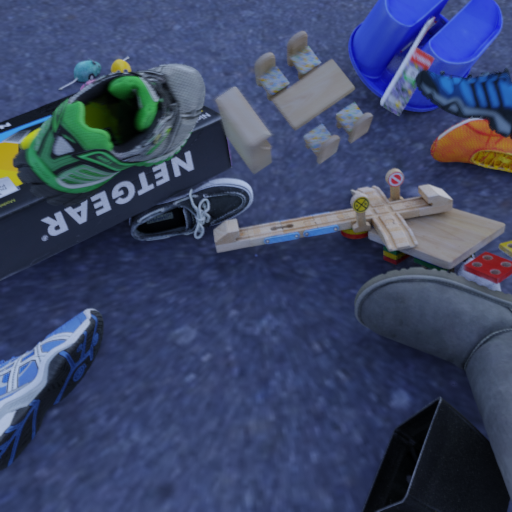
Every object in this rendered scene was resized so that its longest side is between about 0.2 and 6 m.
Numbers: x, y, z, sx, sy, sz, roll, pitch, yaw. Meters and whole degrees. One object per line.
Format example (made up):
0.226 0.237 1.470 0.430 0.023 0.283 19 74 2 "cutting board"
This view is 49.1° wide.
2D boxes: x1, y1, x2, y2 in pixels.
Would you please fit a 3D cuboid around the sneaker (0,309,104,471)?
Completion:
-2.865 1.501 7.107 0.908 0.892 2.357 27 54 16 "sneaker"

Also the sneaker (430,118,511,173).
4.423 -1.942 9.995 2.550 0.931 0.984 -5 57 -1 "sneaker"

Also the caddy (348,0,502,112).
3.394 -4.417 11.534 2.383 1.770 3.371 42 59 4 "caddy"

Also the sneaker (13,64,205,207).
-1.476 -1.760 7.182 1.260 1.376 3.229 51 40 -13 "sneaker"

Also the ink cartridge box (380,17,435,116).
2.489 -2.962 8.827 0.365 1.451 0.790 30 22 0 "ink cartridge box"

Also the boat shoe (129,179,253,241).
-1.011 -0.691 8.918 2.041 0.754 0.697 -10 30 -7 "boat shoe"

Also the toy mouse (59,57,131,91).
-3.430 -3.792 11.882 1.565 0.341 1.761 -11 51 -9 "toy mouse"

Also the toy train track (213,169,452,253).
1.162 -0.724 8.725 3.736 0.608 2.143 -11 30 -1 "toy train track"

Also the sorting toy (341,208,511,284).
2.800 -0.187 8.510 1.450 0.509 3.009 -28 35 -31 "sorting toy"

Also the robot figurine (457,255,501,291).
3.178 0.401 7.982 0.530 0.939 0.797 -21 43 13 "robot figurine"

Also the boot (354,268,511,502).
2.616 1.552 6.314 3.015 1.203 3.316 7 35 6 "boot"

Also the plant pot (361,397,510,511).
2.040 2.514 6.121 1.107 1.248 1.245 30 55 7 "plant pot"

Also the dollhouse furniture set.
0.409 -1.798 6.656 1.563 1.038 1.370 -35 80 -3 "dollhouse furniture set"

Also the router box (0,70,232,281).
-2.905 -1.594 9.236 4.082 1.042 3.045 -31 45 -23 "router box"

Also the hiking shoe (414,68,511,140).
3.141 -2.309 7.820 1.834 0.795 0.682 22 32 -1 "hiking shoe"
